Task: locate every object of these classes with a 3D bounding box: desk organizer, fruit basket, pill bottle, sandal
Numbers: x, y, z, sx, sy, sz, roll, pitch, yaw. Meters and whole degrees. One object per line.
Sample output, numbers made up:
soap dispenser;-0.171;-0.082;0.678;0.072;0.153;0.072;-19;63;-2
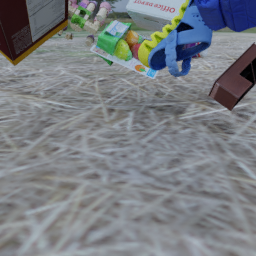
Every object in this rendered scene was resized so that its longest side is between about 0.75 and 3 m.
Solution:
desk organizer;2.224;-1.003;5.451;0.532;0.496;1.382;40;68;19
fruit basket;0.142;-2.254;7.822;1.884;0.883;1.745;21;48;8
pill bottle;2.126;-2.593;9.413;1.004;0.564;0.564;3;20;38
sandal;1.337;-1.924;5.518;0.980;2.466;1.074;15;35;-45

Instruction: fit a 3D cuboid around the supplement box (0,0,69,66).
supplement box;-1.720;-2.028;3.547;1.109;1.648;1.670;-47;-1;-20

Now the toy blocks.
toy blocks;-1.384;-3.663;8.903;1.471;1.574;1.325;26;55;-10

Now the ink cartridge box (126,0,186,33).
ink cartridge box;1.331;-4.066;8.201;1.810;2.469;1.025;27;-3;28

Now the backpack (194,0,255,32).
backpack;1.482;-2.260;4.009;1.181;1.407;1.144;-13;-17;18
